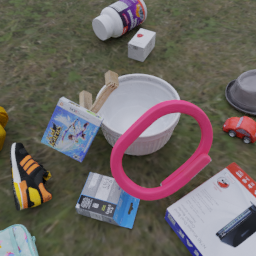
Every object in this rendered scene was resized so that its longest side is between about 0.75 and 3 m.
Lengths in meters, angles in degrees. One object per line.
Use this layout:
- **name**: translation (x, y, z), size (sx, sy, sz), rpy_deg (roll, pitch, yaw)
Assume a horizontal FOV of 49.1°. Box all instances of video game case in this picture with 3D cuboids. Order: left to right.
- **video game case**: translation (-1.532, 0.062, 7.678), size (1.268, 1.399, 0.318), rpy_deg (27, 16, -2)

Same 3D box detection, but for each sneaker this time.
- **sneaker**: translation (-2.827, 1.311, 8.174), size (1.061, 0.825, 2.358), rpy_deg (-5, 40, -23)

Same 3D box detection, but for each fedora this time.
- **fedora**: translation (4.735, -1.425, 10.156), size (2.228, 1.006, 1.971), rpy_deg (0, 52, 1)

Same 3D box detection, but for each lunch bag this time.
- **lunch bag**: translation (-2.839, 3.336, 6.643), size (1.550, 0.745, 1.932), rpy_deg (-25, 56, -18)

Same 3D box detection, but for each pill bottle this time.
- **pill bottle**: translation (-0.393, -4.941, 12.663), size (2.397, 1.335, 1.335), rpy_deg (-39, 62, -25)

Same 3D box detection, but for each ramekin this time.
- **ramekin**: translation (0.320, -0.368, 9.096), size (2.653, 1.393, 2.653), rpy_deg (0, 53, 0)

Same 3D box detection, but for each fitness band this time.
- **fitness band**: translation (0.855, 0.581, 7.103), size (2.031, 0.529, 2.827), rpy_deg (43, 102, -11)

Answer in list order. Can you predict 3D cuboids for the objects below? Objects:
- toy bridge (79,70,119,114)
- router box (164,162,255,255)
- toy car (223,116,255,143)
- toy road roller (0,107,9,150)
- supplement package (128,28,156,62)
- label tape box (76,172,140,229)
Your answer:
- **toy bridge**: translation (-1.278, -0.683, 8.434), size (0.360, 2.642, 0.888), rpy_deg (21, 52, -42)
- **router box**: translation (2.814, 2.650, 7.197), size (2.545, 0.693, 2.836), rpy_deg (-29, 58, -20)
- **toy car**: translation (4.923, 0.249, 9.097), size (2.639, 0.626, 2.805), rpy_deg (-22, 56, -16)
- **toy road roller**: translation (-4.868, 0.006, 8.499), size (2.482, 1.525, 1.812), rpy_deg (-25, 69, -44)
- **supplement package**: translation (0.595, -3.555, 11.971), size (0.745, 0.736, 1.229), rpy_deg (22, 55, 16)
- **label tape box**: translation (-0.504, 1.998, 7.823), size (1.580, 0.522, 1.132), rpy_deg (12, 53, 11)
